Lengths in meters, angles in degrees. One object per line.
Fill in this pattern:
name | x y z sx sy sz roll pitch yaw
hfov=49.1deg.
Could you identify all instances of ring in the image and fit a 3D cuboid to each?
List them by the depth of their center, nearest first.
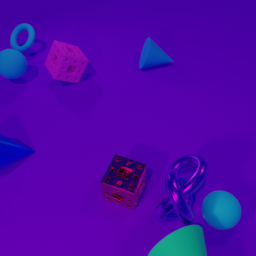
ring | -3.864 -3.296 10.266 1.095 0.219 1.095 -3 81 23

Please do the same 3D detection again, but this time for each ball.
ball | 2.028 1.784 6.107 0.813 0.813 0.813 0 49 0
ball | -3.798 -2.083 9.133 0.955 0.955 0.955 0 49 0

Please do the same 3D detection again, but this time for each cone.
cone | 1.158 2.601 4.917 1.220 1.220 1.224 -20 44 -16
cone | -2.980 0.615 7.247 1.176 1.172 1.172 4 42 -36
cone | 1.082 -2.470 9.791 1.093 1.089 1.089 13 48 -11

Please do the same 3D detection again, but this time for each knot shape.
knot shape | 1.078 1.437 5.917 0.772 1.564 1.671 19 35 12

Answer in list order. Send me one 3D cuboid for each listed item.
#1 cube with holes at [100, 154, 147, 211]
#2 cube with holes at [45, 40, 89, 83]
cube with holes | -0.082 1.268 6.544 0.811 0.811 0.811 16 51 14
cube with holes | -2.015 -2.146 9.165 0.900 0.900 0.900 3 40 -44
